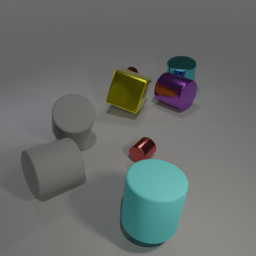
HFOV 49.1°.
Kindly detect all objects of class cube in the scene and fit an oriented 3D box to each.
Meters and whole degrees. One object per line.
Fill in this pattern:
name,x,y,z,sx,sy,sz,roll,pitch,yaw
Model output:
cube,0.064,-1.612,11.927,1.400,1.400,1.400,21,19,8

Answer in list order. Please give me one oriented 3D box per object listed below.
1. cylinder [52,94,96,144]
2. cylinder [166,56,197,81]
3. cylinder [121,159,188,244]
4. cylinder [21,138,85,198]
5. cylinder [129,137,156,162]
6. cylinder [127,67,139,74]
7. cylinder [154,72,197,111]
cylinder,-1.906,-0.265,9.675,1.400,1.400,1.400,5,69,-13
cylinder,2.600,-2.609,13.836,1.400,1.400,1.400,-2,43,2
cylinder,0.585,1.692,6.574,1.400,1.400,1.400,4,31,-3
cylinder,-2.210,1.132,8.228,1.400,1.400,1.400,-17,37,-34
cylinder,0.503,0.765,9.563,0.700,0.700,0.700,22,40,29
cylinder,0.100,-2.676,14.381,0.700,0.700,0.700,15,49,22
cylinder,2.131,-1.656,12.558,1.400,1.400,1.400,28,42,35
